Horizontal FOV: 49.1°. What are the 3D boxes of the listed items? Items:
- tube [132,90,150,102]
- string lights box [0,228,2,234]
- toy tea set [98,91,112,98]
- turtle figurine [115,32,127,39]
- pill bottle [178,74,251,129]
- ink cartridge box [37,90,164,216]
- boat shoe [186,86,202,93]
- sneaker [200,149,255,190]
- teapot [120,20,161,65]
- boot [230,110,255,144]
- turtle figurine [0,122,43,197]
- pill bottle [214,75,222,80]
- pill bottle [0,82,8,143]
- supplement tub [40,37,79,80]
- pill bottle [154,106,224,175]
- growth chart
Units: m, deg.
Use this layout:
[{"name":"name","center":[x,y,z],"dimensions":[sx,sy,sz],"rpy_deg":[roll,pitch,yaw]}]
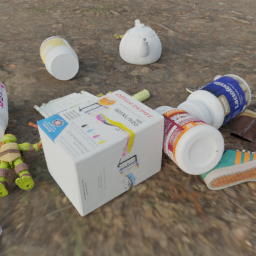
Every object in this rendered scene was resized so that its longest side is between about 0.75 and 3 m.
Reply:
[{"name":"tube","center":[0.260,-1.171,11.904],"dimensions":[1.514,0.393,0.439],"rpy_deg":[-31,8,-27]},{"name":"string lights box","center":[-3.605,2.820,6.619],"dimensions":[0.615,0.353,1.196],"rpy_deg":[6,38,8]},{"name":"toy tea set","center":[-1.011,-1.095,11.633],"dimensions":[0.864,0.537,1.452],"rpy_deg":[5,37,6]},{"name":"turtle figurine","center":[-0.314,-5.962,18.175],"dimensions":[0.998,0.398,1.237],"rpy_deg":[3,43,16]},{"name":"pill bottle","center":[3.164,-0.828,10.419],"dimensions":[2.774,1.605,1.605],"rpy_deg":[-30,46,-31]},{"name":"ink cartridge box","center":[-0.705,0.558,8.151],"dimensions":[2.873,2.078,2.115],"rpy_deg":[-26,44,-30]},{"name":"boat shoe","center":[3.170,-1.666,12.438],"dimensions":[1.208,0.392,0.435],"rpy_deg":[28,29,33]},{"name":"sneaker","center":[3.445,1.028,8.484],"dimensions":[2.680,0.956,1.071],"rpy_deg":[-9,42,-9]},{"name":"teapot","center":[0.696,-4.785,15.411],"dimensions":[2.540,1.855,2.507],"rpy_deg":[26,44,31]},{"name":"boot","center":[4.765,0.097,10.193],"dimensions":[1.749,0.633,1.455],"rpy_deg":[23,55,26]},{"name":"turtle figurine","center":[-3.759,0.954,8.612],"dimensions":[2.864,0.922,2.310],"rpy_deg":[-4,44,-22]},{"name":"pill bottle","center":[4.388,-2.115,13.071],"dimensions":[0.431,0.431,0.761],"rpy_deg":[-11,39,-14]},{"name":"pill bottle","center":[-5.195,-0.591,10.092],"dimensions":[1.604,1.604,2.829],"rpy_deg":[-13,40,-16]},{"name":"supplement tub","center":[-3.381,-3.443,13.860],"dimensions":[1.588,1.588,2.185],"rpy_deg":[-15,40,-18]},{"name":"pill bottle","center":[1.624,0.224,8.733],"dimensions":[1.468,1.468,2.680],"rpy_deg":[-11,22,-14]},{"name":"growth chart","center":[-2.421,-0.949,11.488],"dimensions":[2.484,0.220,1.798],"rpy_deg":[-22,36,-24]}]
